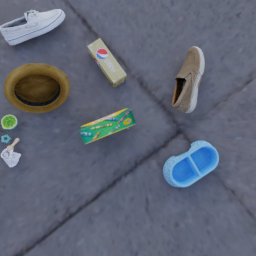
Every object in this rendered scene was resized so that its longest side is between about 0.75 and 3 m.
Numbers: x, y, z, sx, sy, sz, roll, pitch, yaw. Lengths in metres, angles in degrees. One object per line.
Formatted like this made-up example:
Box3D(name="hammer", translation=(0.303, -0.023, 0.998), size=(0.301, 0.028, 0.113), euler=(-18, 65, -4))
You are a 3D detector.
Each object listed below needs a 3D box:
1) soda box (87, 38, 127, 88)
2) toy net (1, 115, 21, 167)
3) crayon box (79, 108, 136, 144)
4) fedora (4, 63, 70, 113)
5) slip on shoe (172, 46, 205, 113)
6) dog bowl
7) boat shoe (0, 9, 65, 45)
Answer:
Box3D(name="soda box", translation=(-0.530, -1.654, 7.159), size=(0.410, 0.387, 1.210), euler=(-34, 82, -6))
Box3D(name="toy net", translation=(-2.992, 0.327, 6.821), size=(0.668, 0.246, 1.273), euler=(-8, 74, -15))
Box3D(name="crayon box", translation=(-0.488, -0.064, 6.599), size=(1.266, 0.752, 0.369), euler=(-22, 98, -3))
Box3D(name="fedora", translation=(-2.197, -1.044, 6.782), size=(1.512, 1.512, 0.617), euler=(-25, 46, -4))
Box3D(name="slip on shoe", translation=(1.429, -1.228, 6.880), size=(0.511, 0.641, 1.687), euler=(12, 87, -24))
Box3D(name="dog bowl", translation=(1.542, 0.886, 6.718), size=(1.436, 0.356, 0.800), euler=(-32, 96, -5))
Box3D(name="boat shoe", translation=(-2.425, -2.682, 7.114), size=(1.663, 0.543, 0.612), euler=(-29, 50, -4))
